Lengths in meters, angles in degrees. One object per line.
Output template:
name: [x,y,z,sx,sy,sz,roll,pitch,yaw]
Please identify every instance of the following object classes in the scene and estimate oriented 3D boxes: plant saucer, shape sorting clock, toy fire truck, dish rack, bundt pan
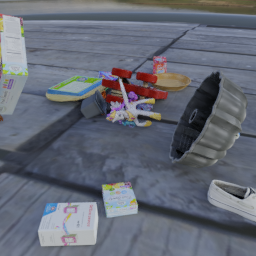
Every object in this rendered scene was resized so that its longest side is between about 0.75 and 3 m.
plant saucer: [2.119,-2.333,14.403,2.183,0.386,2.183,0,28,0]
shape sorting clock: [-2.369,-1.836,13.256,2.993,0.587,2.993,-4,29,2]
toy fire truck: [0.301,-1.690,12.325,2.670,1.497,2.242,14,9,16]
dish rack: [1.842,0.456,8.377,0.686,0.894,0.244,25,32,29]
bundt pan: [2.338,-0.110,8.078,1.100,2.932,2.932,26,30,-4]

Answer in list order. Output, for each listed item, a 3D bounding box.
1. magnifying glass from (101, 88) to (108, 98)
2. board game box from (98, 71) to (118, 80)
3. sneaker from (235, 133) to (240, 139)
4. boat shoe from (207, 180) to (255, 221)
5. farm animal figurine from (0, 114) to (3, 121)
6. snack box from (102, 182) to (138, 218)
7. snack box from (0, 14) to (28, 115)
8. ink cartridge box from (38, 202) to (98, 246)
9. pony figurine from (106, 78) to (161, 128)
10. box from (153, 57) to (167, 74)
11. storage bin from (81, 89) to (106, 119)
magnifying glass: [-1.297,-1.924,13.822,0.868,0.244,2.182,1,25,-10]
board game box: [-0.839,-2.649,14.869,0.967,0.322,1.439,-4,27,-31]
sneaker: [2.911,0.105,9.569,1.853,0.702,0.714,-4,25,-4]
boat shoe: [2.876,1.704,6.705,1.864,0.612,0.671,16,32,27]
farm animal figurine: [-5.374,-0.457,10.884,0.873,0.439,0.705,9,30,15]
snack box: [-0.219,1.753,6.946,0.757,0.304,0.897,-5,30,-11]
snack box: [-3.569,-1.711,8.197,0.683,2.576,1.832,1,70,-31]
ink cartridge box: [-1.262,2.083,6.132,1.160,0.491,0.838,0,28,-3]
pony figurine: [0.076,-0.778,10.607,1.957,1.629,1.889,2,41,-13]
box: [1.836,-3.589,16.305,0.756,0.789,1.583,2,29,4]
storage bin: [-1.391,-0.869,11.382,0.825,0.894,1.229,-26,27,11]
